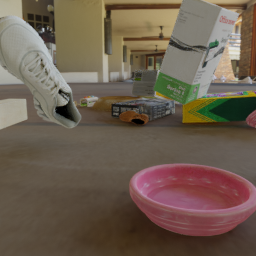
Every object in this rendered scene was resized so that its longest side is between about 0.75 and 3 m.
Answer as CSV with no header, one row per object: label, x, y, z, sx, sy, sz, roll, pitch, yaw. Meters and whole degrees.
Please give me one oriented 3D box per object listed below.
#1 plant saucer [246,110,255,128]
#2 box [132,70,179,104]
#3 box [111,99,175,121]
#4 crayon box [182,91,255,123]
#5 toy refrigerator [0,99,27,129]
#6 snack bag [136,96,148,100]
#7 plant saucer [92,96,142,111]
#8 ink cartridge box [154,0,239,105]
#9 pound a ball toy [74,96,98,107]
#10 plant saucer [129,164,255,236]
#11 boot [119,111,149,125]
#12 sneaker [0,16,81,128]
plant saucer,4.282,-0.357,8.494,1.300,0.330,1.300,-13,-25,-6
box,1.612,-2.170,15.010,1.490,1.343,2.649,9,1,37
box,0.673,-0.785,11.380,1.769,0.558,2.244,7,13,30
crayon box,3.538,-0.836,10.510,2.553,0.863,2.960,-2,9,21
toy refrigerator,-4.211,-0.503,9.429,0.729,0.791,2.085,1,12,5
snack bag,0.461,-1.661,16.592,2.213,0.237,2.087,9,15,39
plant saucer,-0.365,-1.270,13.937,2.890,0.512,2.890,0,12,0
ink cartridge box,2.159,-2.421,8.851,1.216,2.885,2.107,30,30,24
pound a ball toy,-2.209,-1.417,14.662,0.791,0.515,1.213,6,12,25
plant saucer,0.796,0.877,3.570,1.569,0.398,1.569,1,11,0
boot,0.160,-0.289,9.582,1.078,0.413,0.837,9,17,9
sneaker,-1.913,-1.124,6.360,1.109,2.952,1.196,-42,49,-16
